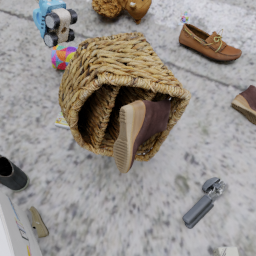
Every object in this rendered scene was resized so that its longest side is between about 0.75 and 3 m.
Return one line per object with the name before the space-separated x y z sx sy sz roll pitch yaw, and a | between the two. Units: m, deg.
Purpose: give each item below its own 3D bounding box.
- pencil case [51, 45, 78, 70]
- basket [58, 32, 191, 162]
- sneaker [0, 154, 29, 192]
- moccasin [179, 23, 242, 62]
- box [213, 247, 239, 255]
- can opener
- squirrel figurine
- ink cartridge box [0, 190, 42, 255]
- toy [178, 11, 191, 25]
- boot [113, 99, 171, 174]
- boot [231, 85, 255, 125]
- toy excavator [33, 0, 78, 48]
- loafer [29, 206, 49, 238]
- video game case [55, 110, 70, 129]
pencil case | -1.915 -2.799 11.232 2.362 1.044 1.044 8 59 3
basket | -0.317 -0.403 6.680 2.102 2.945 2.194 -18 64 -30
sneaker | -4.244 1.058 8.742 2.383 1.266 0.891 22 62 13
moccasin | 3.439 -3.602 11.628 2.695 1.040 0.986 34 52 20
box | 2.694 4.000 7.361 0.536 0.644 1.566 -2 58 -1
can opener | 2.296 2.234 8.604 1.858 0.496 0.621 -37 33 -19
squirrel figurine | -0.307 -5.869 12.823 2.782 1.969 2.596 -29 73 0
ink cartridge box | -3.468 2.981 6.802 1.922 2.611 1.889 -26 62 -15
toy | 2.655 -5.140 13.075 0.493 0.202 0.857 11 60 7
boot | 0.360 0.160 5.910 1.278 1.536 0.556 -10 25 -37
boot | 4.757 -0.874 10.310 1.284 0.558 1.543 -37 62 -18
toy excavator | -2.495 -3.636 8.389 1.899 1.846 0.948 37 45 15
loafer | -2.685 2.771 8.237 0.344 0.388 1.019 -29 63 -22
video game case | -1.638 -0.553 10.342 1.695 0.194 1.542 13 60 6
